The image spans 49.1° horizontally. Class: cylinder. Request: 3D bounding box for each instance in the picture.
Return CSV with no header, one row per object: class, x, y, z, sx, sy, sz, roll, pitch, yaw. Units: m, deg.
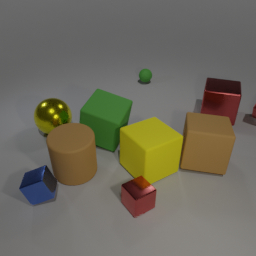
cylinder,-1.685,0.793,8.615,1.400,1.400,1.400,0,38,0

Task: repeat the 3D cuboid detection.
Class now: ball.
ball,0.914,-2.746,14.618,0.700,0.700,0.700,0,33,0
ball,-2.825,-0.435,10.569,1.400,1.400,1.400,0,33,0

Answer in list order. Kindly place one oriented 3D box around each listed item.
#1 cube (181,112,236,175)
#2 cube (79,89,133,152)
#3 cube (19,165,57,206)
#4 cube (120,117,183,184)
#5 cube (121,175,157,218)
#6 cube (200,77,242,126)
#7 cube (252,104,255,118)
cube,2.497,0.461,9.039,1.400,1.400,1.400,8,29,7
cube,-0.798,-0.291,9.922,1.400,1.400,1.400,20,44,8
cube,-2.495,1.605,7.868,0.700,0.700,0.700,-20,29,6
cube,0.682,0.698,8.801,1.400,1.400,1.400,-19,37,-29
cube,0.286,1.869,7.681,0.700,0.700,0.700,-19,38,-29
cube,3.824,-1.122,11.622,1.400,1.400,1.400,10,34,15
cube,5.363,-0.740,10.952,0.700,0.700,0.700,29,73,29
